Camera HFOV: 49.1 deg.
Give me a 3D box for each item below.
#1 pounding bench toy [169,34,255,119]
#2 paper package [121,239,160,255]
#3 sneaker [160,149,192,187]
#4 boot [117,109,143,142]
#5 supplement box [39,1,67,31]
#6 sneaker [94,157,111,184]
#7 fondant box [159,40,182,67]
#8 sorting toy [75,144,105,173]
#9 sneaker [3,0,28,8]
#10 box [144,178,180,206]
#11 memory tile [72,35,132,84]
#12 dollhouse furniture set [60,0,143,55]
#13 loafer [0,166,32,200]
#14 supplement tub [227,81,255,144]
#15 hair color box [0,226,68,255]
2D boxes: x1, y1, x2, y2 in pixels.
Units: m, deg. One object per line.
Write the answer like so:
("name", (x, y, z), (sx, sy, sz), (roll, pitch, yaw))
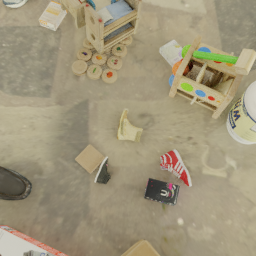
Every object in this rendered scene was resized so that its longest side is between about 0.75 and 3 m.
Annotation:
("pounding bench toy", (2.788, -2.069, 9.737), (2.284, 2.928, 1.819), (27, 72, 9))
("paper package", (0.293, 4.893, 8.035), (2.491, 1.289, 2.374), (-39, 74, -14))
("sneaker", (1.613, 1.475, 9.718), (0.791, 0.501, 1.406), (-19, 63, -11))
("boot", (0.120, -0.074, 10.333), (0.906, 0.424, 1.165), (9, 71, 4))
("supplement box", (-3.222, -4.847, 12.098), (0.719, 0.419, 1.140), (23, 70, 6))
("sneaker", (-0.768, 1.518, 9.807), (0.487, 0.347, 0.982), (21, 76, 5))
("fondant box", (1.898, -3.023, 11.490), (0.762, 0.307, 1.056), (-33, 74, -12))
("sorting toy", (-1.355, 1.108, 10.059), (0.835, 0.152, 0.773), (39, 74, 18))
("sneaker", (-4.666, -6.042, 12.320), (1.947, 0.840, 0.755), (-30, 72, -11))
("box", (1.127, 2.156, 9.429), (1.074, 0.569, 0.656), (13, 70, 6))
("memory tile", (-1.062, -3.115, 11.574), (1.960, 0.215, 2.558), (17, 71, 6))
("dollhouse furniture set", (-1.146, -4.878, 11.033), (1.961, 1.950, 2.782), (-36, 78, -16))
("loafer", (-4.681, 1.653, 9.351), (2.934, 1.061, 1.068), (16, 69, 5))
("supplement tub", (4.418, -0.461, 9.450), (1.693, 2.335, 1.693), (0, 70, 0))
("hair color box", (-3.020, 4.312, 8.442), (2.935, 0.938, 1.628), (21, 72, 9))
